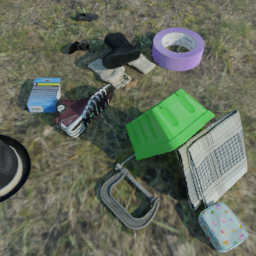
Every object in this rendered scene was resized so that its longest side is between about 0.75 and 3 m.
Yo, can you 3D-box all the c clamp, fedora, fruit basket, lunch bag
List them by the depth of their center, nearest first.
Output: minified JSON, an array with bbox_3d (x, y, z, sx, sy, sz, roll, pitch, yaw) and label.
[{"bbox_3d":[2.910,3.038,8.581,1.085,0.521,1.353,-21,55,-18],"label":"lunch bag"},{"bbox_3d":[0.166,2.103,9.392,2.008,0.318,2.351,-31,59,-22],"label":"c clamp"},{"bbox_3d":[1.687,0.445,9.427,2.257,3.129,3.129,-35,60,-24],"label":"fruit basket"},{"bbox_3d":[-4.854,1.119,9.520,2.997,1.369,2.997,0,53,0],"label":"fedora"}]

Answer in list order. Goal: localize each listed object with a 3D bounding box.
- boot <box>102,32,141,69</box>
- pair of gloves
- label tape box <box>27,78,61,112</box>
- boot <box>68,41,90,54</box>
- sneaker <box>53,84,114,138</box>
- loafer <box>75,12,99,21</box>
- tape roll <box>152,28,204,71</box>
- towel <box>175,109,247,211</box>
[{"bbox_3d":[-0.665,-3.659,13.094,2.072,0.791,1.741,-25,57,-26],"label":"boot"},{"bbox_3d":[-0.307,-3.004,13.280,2.617,0.459,2.225,-33,59,-22],"label":"pair of gloves"},{"bbox_3d":[-3.528,-1.427,12.020,1.180,0.544,1.647,0,50,-1],"label":"label tape box"},{"bbox_3d":[-2.478,-3.999,14.077,0.782,0.394,1.046,19,54,14],"label":"boot"},{"bbox_3d":[-1.924,-1.058,11.368,1.659,1.087,2.872,28,58,20],"label":"sneaker"},{"bbox_3d":[-2.314,-6.318,15.822,1.312,0.461,0.445,-3,52,-2],"label":"loafer"},{"bbox_3d":[2.432,-3.897,13.748,2.440,0.800,2.440,0,53,0],"label":"tape roll"},{"bbox_3d":[2.818,1.092,8.921,2.708,2.607,0.468,-31,31,-20],"label":"towel"}]
